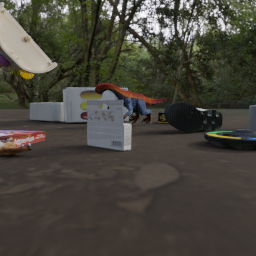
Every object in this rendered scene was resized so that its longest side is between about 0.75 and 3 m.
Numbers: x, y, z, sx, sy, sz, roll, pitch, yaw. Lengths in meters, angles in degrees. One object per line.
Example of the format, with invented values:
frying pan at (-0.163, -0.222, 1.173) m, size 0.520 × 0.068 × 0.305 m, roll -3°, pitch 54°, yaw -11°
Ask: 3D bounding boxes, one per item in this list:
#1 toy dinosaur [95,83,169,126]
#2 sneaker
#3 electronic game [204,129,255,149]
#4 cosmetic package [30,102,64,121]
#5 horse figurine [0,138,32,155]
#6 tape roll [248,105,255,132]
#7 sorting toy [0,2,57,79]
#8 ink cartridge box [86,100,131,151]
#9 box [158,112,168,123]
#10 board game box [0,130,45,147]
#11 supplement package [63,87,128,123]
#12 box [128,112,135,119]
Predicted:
toy dinosaur at (-0.056, -1.157, 11.075) m, size 1.500 × 2.856 × 2.592 m, roll 21°, pitch -27°, yaw 42°
sneaker at (1.924, -0.301, 9.237) m, size 2.518 × 0.933 × 1.114 m, roll 8°, pitch -1°, yaw -39°
electronic game at (2.557, 0.206, 6.222) m, size 1.670 × 0.348 × 1.670 m, roll 0°, pitch 5°, yaw 0°
cosmetic package at (-4.095, -0.851, 14.773) m, size 2.301 × 0.976 × 1.238 m, roll 3°, pitch 3°, yaw 43°
horse figurine at (-2.361, 0.318, 5.008) m, size 1.229 × 0.307 × 0.814 m, roll 6°, pitch 9°, yaw -18°
tape roll at (5.395, -0.315, 9.197) m, size 2.640 × 0.872 × 2.640 m, roll 0°, pitch 4°, yaw 0°
sorting toy at (-4.423, -2.687, 10.070) m, size 2.400 × 1.424 × 2.666 m, roll 2°, pitch -37°, yaw 40°
ink cartridge box at (-0.416, -0.082, 5.794) m, size 1.130 × 0.996 × 0.253 m, roll 5°, pitch 7°, yaw 43°
box at (2.784, -0.491, 13.243) m, size 2.184 × 0.539 × 1.744 m, roll 4°, pitch 5°, yaw 40°
board game box at (-3.536, 0.224, 6.564) m, size 2.742 × 0.267 × 1.412 m, roll 1°, pitch 6°, yaw 10°
supplement package at (-1.612, -1.107, 13.662) m, size 2.930 × 1.667 × 1.605 m, roll -3°, pitch 4°, yaw -19°
box at (-1.169, -1.296, 15.916) m, size 2.917 × 0.877 × 1.702 m, roll -3°, pitch 43°, yaw -17°
